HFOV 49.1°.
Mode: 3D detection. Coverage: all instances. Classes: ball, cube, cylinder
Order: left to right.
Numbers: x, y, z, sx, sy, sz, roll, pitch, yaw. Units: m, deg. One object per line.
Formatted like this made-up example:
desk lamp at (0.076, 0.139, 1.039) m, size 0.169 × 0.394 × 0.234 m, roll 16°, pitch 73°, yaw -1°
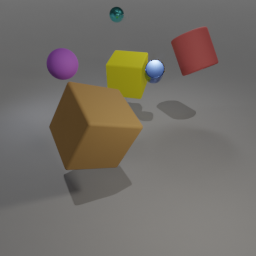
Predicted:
ball at (-1.477, -1.441, 6.324) m, size 0.700 × 0.700 × 0.700 m, roll 0°, pitch 29°, yaw 0°
cube at (-0.788, -0.024, 6.463) m, size 1.400 × 1.400 × 1.400 m, roll 3°, pitch 42°, yaw -38°
ball at (-0.537, -5.375, 13.282) m, size 0.700 × 0.700 × 0.700 m, roll 0°, pitch 29°, yaw 0°
cube at (-0.005, -2.179, 11.352) m, size 1.400 × 1.400 × 1.400 m, roll 8°, pitch 40°, yaw 11°
cylinder at (0.977, -2.094, 10.464) m, size 0.700 × 0.700 × 0.700 m, roll 1°, pitch -7°, yaw 1°
cylinder at (2.499, -2.851, 10.526) m, size 1.400 × 1.400 × 1.400 m, roll -20°, pitch 5°, yaw 2°
